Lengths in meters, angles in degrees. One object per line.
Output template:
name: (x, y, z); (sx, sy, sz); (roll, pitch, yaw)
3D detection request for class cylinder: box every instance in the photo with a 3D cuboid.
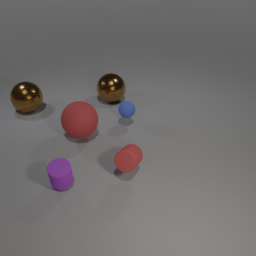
cylinder: (0.025, 0.913, 8.581); (0.700, 0.700, 0.700); (12, 17, 18)
cylinder: (-2.028, 1.384, 8.414); (0.700, 0.700, 0.700); (1, 44, -1)

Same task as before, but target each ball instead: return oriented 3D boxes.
ball: (-1.821, -0.321, 10.582); (1.400, 1.400, 1.400); (0, 32, 0)
ball: (-0.045, -0.754, 11.382); (0.700, 0.700, 0.700); (0, 32, 0)
ball: (-0.808, -1.921, 13.451); (1.400, 1.400, 1.400); (0, 32, 0)
ball: (-4.551, -1.388, 12.595); (1.400, 1.400, 1.400); (0, 32, 0)
